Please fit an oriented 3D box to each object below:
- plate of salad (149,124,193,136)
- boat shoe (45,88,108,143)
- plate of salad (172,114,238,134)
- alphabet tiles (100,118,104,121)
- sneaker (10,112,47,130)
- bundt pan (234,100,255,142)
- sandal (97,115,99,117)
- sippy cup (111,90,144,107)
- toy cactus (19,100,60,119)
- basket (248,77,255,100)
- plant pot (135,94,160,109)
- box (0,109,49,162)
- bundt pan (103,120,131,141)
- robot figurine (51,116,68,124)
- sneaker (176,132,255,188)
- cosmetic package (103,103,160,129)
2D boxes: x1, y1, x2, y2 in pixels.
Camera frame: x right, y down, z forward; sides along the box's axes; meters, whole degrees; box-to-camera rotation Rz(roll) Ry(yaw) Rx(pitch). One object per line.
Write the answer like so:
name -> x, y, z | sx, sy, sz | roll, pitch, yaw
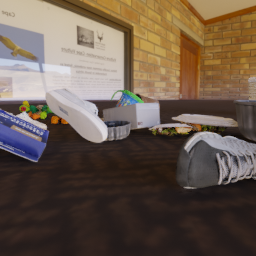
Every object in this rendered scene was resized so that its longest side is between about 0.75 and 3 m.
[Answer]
plate of salad -> 1.228, 0.068, 8.068 | 1.258, 0.302, 1.258 | -2, -4, 0
boat shoe -> -1.216, -0.415, 7.259 | 2.244, 0.808, 0.769 | 29, 46, 34
plate of salad -> 2.402, -0.098, 8.582 | 2.138, 0.514, 2.138 | 4, 6, 0
alphabet tiles -> -0.407, -0.281, 11.802 | 2.233, 0.101, 2.672 | -5, 9, -37
sneaker -> -3.301, -0.232, 9.140 | 1.315, 0.582, 0.495 | 6, -9, 0
bundt pan -> 4.131, -0.149, 6.998 | 2.856, 1.072, 2.856 | 0, 8, 0
sandal -> -1.193, -0.197, 10.232 | 0.335, 0.501, 1.226 | 20, -7, -20
sippy cup -> -0.019, -0.882, 11.514 | 1.358, 0.995, 1.066 | 32, -3, 35
toy cactus -> -4.257, -1.004, 13.964 | 2.500, 1.278, 2.063 | -15, 7, -35
basket -> 8.554, -1.844, 15.781 | 2.712, 2.181, 2.688 | -1, 7, 1
plant pot -> 0.902, -1.093, 14.373 | 1.202, 1.215, 1.215 | 4, 4, -30
box -> -2.400, 0.050, 5.871 | 1.420, 0.380, 2.344 | 27, 1, -16
bundt pan -> -0.430, 0.075, 7.632 | 1.082, 0.406, 1.082 | -4, 12, 1
robot figurine -> -2.692, -0.364, 11.480 | 0.861, 0.346, 1.188 | 2, 7, -1
sneaker -> 1.558, 0.450, 3.761 | 1.138, 0.739, 1.971 | 9, 10, 41
cosmetic package -> 0.075, -0.334, 8.866 | 0.955, 0.806, 1.788 | -4, -3, -40
